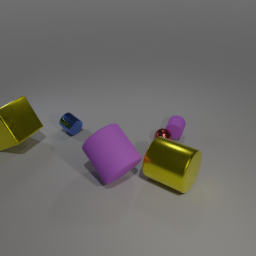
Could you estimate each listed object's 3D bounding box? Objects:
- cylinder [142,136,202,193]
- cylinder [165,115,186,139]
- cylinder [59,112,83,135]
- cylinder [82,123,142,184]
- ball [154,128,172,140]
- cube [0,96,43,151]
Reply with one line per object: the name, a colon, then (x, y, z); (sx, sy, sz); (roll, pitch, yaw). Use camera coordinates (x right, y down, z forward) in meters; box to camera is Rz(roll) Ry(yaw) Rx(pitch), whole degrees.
cylinder: (1.401, 1.129, 8.828); (1.400, 1.400, 1.400); (20, 36, 31)
cylinder: (1.912, -0.045, 11.268); (0.700, 0.700, 0.700); (10, 36, 17)
cylinder: (-2.367, -0.180, 11.639); (0.700, 0.700, 0.700); (36, 43, 23)
cylinder: (-0.511, 0.811, 8.895); (1.400, 1.400, 1.400); (-26, 73, -37)
ball: (1.358, 0.357, 10.875); (0.700, 0.700, 0.700); (0, 30, 0)
cube: (-4.402, -0.167, 10.569); (1.400, 1.400, 1.400); (-16, 19, 36)
